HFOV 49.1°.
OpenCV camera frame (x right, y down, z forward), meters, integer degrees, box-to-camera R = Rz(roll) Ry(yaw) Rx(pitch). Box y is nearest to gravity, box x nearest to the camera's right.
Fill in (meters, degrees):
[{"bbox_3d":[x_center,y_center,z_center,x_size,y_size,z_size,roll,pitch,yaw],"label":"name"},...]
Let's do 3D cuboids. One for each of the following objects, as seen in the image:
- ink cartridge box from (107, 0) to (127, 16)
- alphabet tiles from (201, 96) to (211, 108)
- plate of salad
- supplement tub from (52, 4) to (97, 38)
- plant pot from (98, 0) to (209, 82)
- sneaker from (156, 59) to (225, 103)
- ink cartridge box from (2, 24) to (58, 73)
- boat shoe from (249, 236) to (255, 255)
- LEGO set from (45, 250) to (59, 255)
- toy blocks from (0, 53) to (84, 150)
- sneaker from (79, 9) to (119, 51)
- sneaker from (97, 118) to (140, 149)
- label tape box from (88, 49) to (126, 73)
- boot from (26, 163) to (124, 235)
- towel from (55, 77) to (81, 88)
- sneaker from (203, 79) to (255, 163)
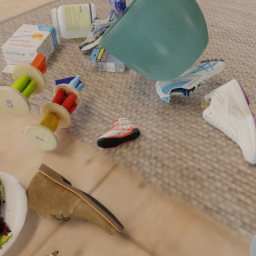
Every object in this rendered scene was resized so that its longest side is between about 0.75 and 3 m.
[{"bbox_3d":[-0.377,-4.275,9.399,0.374,0.668,0.979,-36,75,-2],"label":"ink cartridge box"},{"bbox_3d":[2.979,-0.807,9.457,0.985,0.073,1.007,11,46,9],"label":"alphabet tiles"},{"bbox_3d":[-3.474,1.959,6.210,2.432,0.584,2.432,-3,50,3],"label":"plate of salad"},{"bbox_3d":[-2.316,-4.722,12.421,1.900,1.377,1.377,-7,46,-6],"label":"supplement tub"},{"bbox_3d":[0.947,-2.842,8.434,2.373,2.958,2.958,40,45,-18],"label":"plant pot"},{"bbox_3d":[2.215,-1.624,9.640,2.551,0.917,0.925,-23,80,-5],"label":"sneaker"},{"bbox_3d":[-3.981,-3.206,11.290,1.445,0.851,2.509,7,46,6],"label":"ink cartridge box"},{"bbox_3d":[2.946,3.217,4.793,1.256,0.979,2.767,5,43,11],"label":"boat shoe"},{"bbox_3d":[-1.489,2.862,5.711,0.503,0.219,0.774,-34,55,-29],"label":"LEGO set"},{"bbox_3d":[-2.248,-1.076,7.991,0.978,2.244,2.692,-7,41,27],"label":"toy blocks"},{"bbox_3d":[-1.193,-4.006,11.521,2.222,0.946,0.856,-33,13,10],"label":"sneaker"},{"bbox_3d":[-0.379,0.125,8.275,1.362,0.455,0.730,-16,46,-20],"label":"sneaker"},{"bbox_3d":[-0.763,-2.662,11.035,1.397,0.462,1.001,4,44,6],"label":"label tape box"},{"bbox_3d":[-1.292,1.844,6.418,2.637,0.971,0.995,24,69,28],"label":"boot"},{"bbox_3d":[-2.143,-1.556,10.127,0.881,0.218,0.650,-15,54,-15],"label":"towel"},{"bbox_3d":[3.073,-0.120,8.332,1.415,1.064,2.841,-20,48,20],"label":"sneaker"}]
